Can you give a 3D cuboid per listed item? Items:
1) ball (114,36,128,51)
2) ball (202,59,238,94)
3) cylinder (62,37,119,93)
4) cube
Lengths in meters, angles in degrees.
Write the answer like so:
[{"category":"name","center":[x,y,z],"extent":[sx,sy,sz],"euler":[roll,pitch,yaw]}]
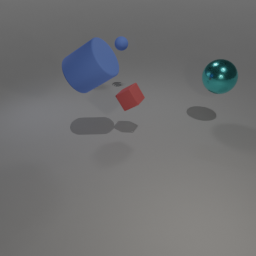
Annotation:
[{"category":"ball","center":[-0.340,-4.303,14.282],"extent":[0.700,0.700,0.700],"euler":[0,30,0]},{"category":"ball","center":[3.722,-2.080,11.368],"extent":[1.400,1.400,1.400],"euler":[0,30,0]},{"category":"cylinder","center":[-1.253,-2.086,9.455],"extent":[1.400,1.400,1.400],"euler":[-24,18,28]},{"category":"cube","center":[0.087,-1.180,10.614],"extent":[0.700,0.700,0.700],"euler":[-22,17,35]}]
